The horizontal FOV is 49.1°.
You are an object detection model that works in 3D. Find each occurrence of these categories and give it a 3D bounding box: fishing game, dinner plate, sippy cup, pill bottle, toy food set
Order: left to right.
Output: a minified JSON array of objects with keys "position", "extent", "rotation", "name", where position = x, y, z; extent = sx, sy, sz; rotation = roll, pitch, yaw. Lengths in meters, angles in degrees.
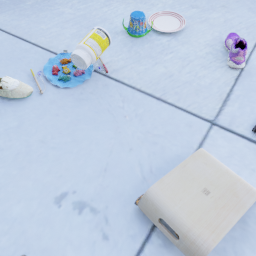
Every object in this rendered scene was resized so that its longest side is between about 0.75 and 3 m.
[{"position":[-2.410,-2.493,11.362],"extent":[2.957,0.460,2.117],"rotation":[-19,57,-14],"name":"fishing game"},{"position":[-1.456,-3.111,10.965],"extent":[0.941,0.941,1.647],"rotation":[26,63,19],"name":"pill bottle"},{"position":[0.438,-4.806,12.827],"extent":[1.252,0.918,0.983],"rotation":[-20,54,-14],"name":"sippy cup"},{"position":[1.879,-5.080,13.488],"extent":[1.805,0.219,1.805],"rotation":[0,51,0],"name":"dinner plate"},{"position":[2.026,1.980,7.763],"extent":[2.916,0.881,2.092],"rotation":[-31,58,-31],"name":"toy food set"}]

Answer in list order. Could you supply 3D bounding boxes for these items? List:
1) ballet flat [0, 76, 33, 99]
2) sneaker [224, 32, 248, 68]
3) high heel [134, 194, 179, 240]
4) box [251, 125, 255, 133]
[{"position":[-4.788,-1.622,10.483],"extent":[2.384,0.743,0.804],"rotation":[7,53,5],"name":"ballet flat"},{"position":[4.623,-3.490,11.815],"extent":[0.846,0.930,2.103],"rotation":[4,51,5],"name":"sneaker"},{"position":[0.875,2.467,7.478],"extent":[1.193,0.598,1.674],"rotation":[-12,49,-3],"name":"high heel"},{"position":[4.914,0.118,9.485],"extent":[1.149,0.207,0.821],"rotation":[38,61,24],"name":"box"}]
